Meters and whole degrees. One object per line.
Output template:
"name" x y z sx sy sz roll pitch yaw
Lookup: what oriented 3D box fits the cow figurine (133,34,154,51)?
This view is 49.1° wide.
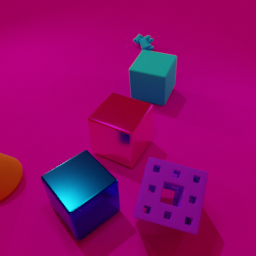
"cow figurine" 0.670 -3.768 12.502 0.940 0.524 0.955 -14 69 33

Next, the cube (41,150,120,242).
"cube" -1.007 1.467 6.199 1.195 1.195 1.195 -31 51 -27

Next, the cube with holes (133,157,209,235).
"cube with holes" 0.835 1.422 5.837 1.182 1.182 1.182 14 73 4

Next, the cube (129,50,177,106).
"cube" 0.868 -1.730 9.595 1.252 1.252 1.252 16 51 19

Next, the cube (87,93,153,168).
"cube" -0.164 0.032 7.633 1.293 1.293 1.293 19 47 22

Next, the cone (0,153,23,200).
"cone" -3.508 0.792 6.603 1.485 1.491 1.485 -5 45 5
